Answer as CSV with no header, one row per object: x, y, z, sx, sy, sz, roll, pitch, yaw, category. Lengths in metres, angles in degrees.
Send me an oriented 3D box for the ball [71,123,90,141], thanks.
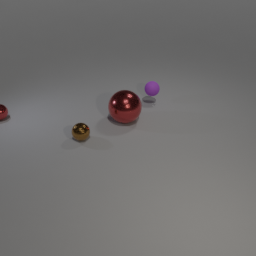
-1.798,0.143,10.672,0.700,0.700,0.700,0,33,0,ball

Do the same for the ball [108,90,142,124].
-0.125,-0.884,11.667,1.400,1.400,1.400,0,33,0,ball

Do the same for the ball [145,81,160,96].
1.120,-1.826,13.013,0.700,0.700,0.700,0,33,0,ball

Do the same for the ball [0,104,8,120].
-5.492,-0.680,11.952,0.700,0.700,0.700,0,33,0,ball
